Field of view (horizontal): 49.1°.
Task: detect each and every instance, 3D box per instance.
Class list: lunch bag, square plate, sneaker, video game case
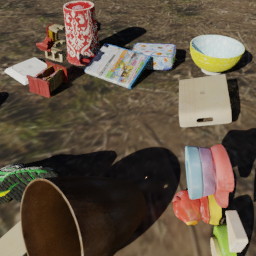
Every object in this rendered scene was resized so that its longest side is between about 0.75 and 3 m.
[{"bbox_3d":[1.113,-3.033,11.728,1.905,0.720,1.527,7,39,9],"label":"lunch bag"},{"bbox_3d":[-3.942,-2.381,11.337,1.562,0.222,1.547,31,49,31],"label":"square plate"},{"bbox_3d":[-2.456,1.117,6.403,2.224,0.868,0.947,-9,31,26],"label":"sneaker"},{"bbox_3d":[-0.423,-2.486,11.026,2.197,0.196,1.573,23,69,25],"label":"video game case"}]

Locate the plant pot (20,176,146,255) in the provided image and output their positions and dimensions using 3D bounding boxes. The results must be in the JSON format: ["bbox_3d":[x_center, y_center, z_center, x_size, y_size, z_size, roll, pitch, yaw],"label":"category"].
[{"bbox_3d":[-0.661,1.712,5.403,2.047,1.913,1.913,-6,34,-47],"label":"plant pot"}]

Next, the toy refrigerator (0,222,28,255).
[{"bbox_3d":[-1.989,2.213,5.790,0.599,0.552,1.578,30,49,20],"label":"toy refrigerator"}]

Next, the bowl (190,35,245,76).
[{"bbox_3d":[3.409,-2.759,11.086,2.059,1.108,2.059,1,41,-1],"label":"bowl"}]

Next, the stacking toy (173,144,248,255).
[{"bbox_3d":[1.362,1.587,5.273,0.981,2.323,2.102,-4,43,7],"label":"stacking toy"}]

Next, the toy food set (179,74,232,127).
[{"bbox_3d":[2.456,-0.906,9.096,1.520,0.640,2.119,-5,46,16],"label":"toy food set"}]

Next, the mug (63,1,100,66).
[{"bbox_3d":[-1.967,-4.080,11.755,1.491,2.234,1.983,-8,42,-8],"label":"mug"}]

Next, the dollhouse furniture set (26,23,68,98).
[{"bbox_3d":[-2.859,-2.365,9.774,0.927,2.279,1.226,20,43,15],"label":"dollhouse furniture set"}]
